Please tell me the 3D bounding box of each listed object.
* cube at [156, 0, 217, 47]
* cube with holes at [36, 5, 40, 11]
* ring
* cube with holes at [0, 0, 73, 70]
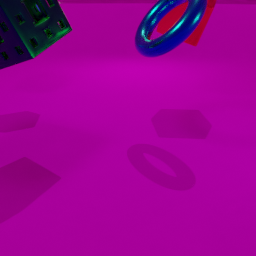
[{"bbox_3d":[1.710,-3.372,8.001,1.265,1.265,1.265,22,54,4],"label":"cube"},{"bbox_3d":[-2.989,-3.283,8.080,0.878,0.878,0.878,36,18,-20],"label":"cube with holes"},{"bbox_3d":[0.873,-2.326,6.089,0.369,1.843,1.843,35,6,-34],"label":"ring"},{"bbox_3d":[-2.136,-2.028,5.274,1.269,1.269,1.269,-5,36,34],"label":"cube with holes"}]
